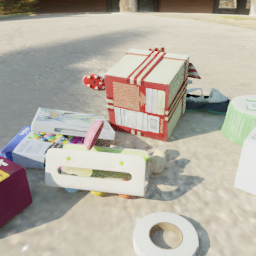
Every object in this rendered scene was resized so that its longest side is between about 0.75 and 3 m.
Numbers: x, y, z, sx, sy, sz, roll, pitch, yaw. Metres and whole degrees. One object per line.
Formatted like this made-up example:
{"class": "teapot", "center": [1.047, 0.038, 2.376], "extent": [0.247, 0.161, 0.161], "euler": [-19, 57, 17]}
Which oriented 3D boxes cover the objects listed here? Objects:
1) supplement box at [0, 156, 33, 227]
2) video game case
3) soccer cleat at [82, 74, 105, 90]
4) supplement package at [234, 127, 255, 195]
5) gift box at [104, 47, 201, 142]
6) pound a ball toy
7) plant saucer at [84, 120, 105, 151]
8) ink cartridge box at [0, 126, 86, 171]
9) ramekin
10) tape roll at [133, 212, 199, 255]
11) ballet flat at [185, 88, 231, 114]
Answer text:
{"class": "supplement box", "center": [-3.663, 1.378, 6.592], "extent": [2.292, 1.183, 1.501], "euler": [16, 32, 28]}
{"class": "video game case", "center": [-1.793, -0.187, 9.167], "extent": [2.384, 0.288, 2.615], "euler": [7, 11, -15]}
{"class": "soccer cleat", "center": [-1.154, -2.376, 14.103], "extent": [2.302, 0.790, 0.981], "euler": [-4, 19, -14]}
{"class": "supplement package", "center": [3.967, 0.765, 7.379], "extent": [1.486, 1.497, 1.973], "euler": [20, 34, 32]}
{"class": "gift box", "center": [0.981, -1.216, 10.128], "extent": [2.833, 2.614, 2.645], "euler": [16, 41, 17]}
{"class": "pound a ball toy", "center": [-0.453, 1.125, 7.413], "extent": [2.848, 1.210, 1.857], "euler": [5, 3, 9]}
{"class": "plant saucer", "center": [-0.890, 0.159, 7.249], "extent": [0.219, 0.864, 0.864], "euler": [26, 32, 2]}
{"class": "ink cartridge box", "center": [-2.630, 0.581, 8.763], "extent": [2.852, 0.599, 1.702], "euler": [2, 28, 7]}
{"class": "ramekin", "center": [4.512, -0.282, 9.730], "extent": [2.288, 1.118, 2.288], "euler": [0, 28, 0]}
{"class": "tape roll", "center": [0.780, 2.318, 5.840], "extent": [1.353, 0.247, 1.353], "euler": [0, 28, 0]}
{"class": "ballet flat", "center": [3.151, -1.154, 11.508], "extent": [2.904, 1.061, 1.061], "euler": [4, 29, 6]}
